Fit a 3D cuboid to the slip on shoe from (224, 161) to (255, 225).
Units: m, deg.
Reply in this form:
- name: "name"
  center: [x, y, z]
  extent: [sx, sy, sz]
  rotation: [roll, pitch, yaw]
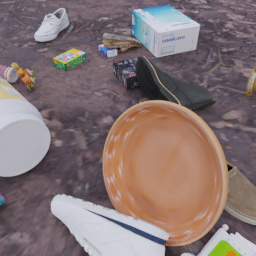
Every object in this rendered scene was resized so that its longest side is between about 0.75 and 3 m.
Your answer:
- name: "slip on shoe"
  center: [2.265, 1.198, 6.211]
  extent: [0.873, 0.696, 2.296]
  rotation: [-26, 47, -27]

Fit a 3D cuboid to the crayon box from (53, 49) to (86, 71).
- name: "crayon box"
  center: [-2.273, -2.686, 10.952]
  extent: [0.679, 0.333, 1.143]
  rotation: [26, 47, 27]

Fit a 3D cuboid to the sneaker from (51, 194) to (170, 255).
- name: "sneaker"
  center: [-0.525, 1.969, 5.208]
  extent: [2.493, 0.952, 1.004]
  rotation: [13, 76, 27]

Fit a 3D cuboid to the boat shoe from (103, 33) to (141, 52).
- name: "boat shoe"
  center: [-0.279, -3.517, 11.696]
  extent: [1.799, 0.646, 0.681]
  rotation: [-2, 23, -33]

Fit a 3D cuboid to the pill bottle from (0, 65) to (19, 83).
- name: "pill bottle"
  center: [-4.430, -1.950, 9.954]
  extent: [0.936, 0.535, 0.535]
  rotation: [15, 43, 17]

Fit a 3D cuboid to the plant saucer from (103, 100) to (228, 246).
- name: "plant saucer"
  center: [0.628, 0.828, 5.404]
  extent: [2.709, 2.709, 0.507]
  rotation: [34, 23, 33]

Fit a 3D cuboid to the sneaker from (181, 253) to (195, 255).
- name: "sneaker"
  center: [0.429, 2.802, 4.275]
  extent: [0.898, 0.851, 2.223]
  rotation: [22, 44, 24]

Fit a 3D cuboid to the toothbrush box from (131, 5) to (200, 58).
- name: "toothbrush box"
  center: [1.534, -4.279, 12.166]
  extent: [1.939, 1.130, 2.649]
  rotation: [-16, 44, -18]

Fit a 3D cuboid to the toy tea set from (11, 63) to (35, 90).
- name: "toy tea set"
  center: [-3.406, -1.780, 9.522]
  extent: [0.498, 0.801, 1.347]
  rotation: [-38, 53, -12]

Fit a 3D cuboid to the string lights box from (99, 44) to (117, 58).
- name: "string lights box"
  center: [-0.834, -3.238, 11.659]
  extent: [0.415, 0.238, 0.809]
  rotation: [-24, 47, -25]

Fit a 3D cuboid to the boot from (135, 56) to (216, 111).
- name: "boot"
  center: [1.458, -1.392, 8.997]
  extent: [1.734, 0.971, 2.507]
  rotation: [-16, 64, -25]

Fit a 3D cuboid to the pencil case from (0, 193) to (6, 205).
- name: "pencil case"
  center: [-3.228, 1.722, 5.671]
  extent: [0.576, 0.626, 1.354]
  rotation: [47, 55, 2]

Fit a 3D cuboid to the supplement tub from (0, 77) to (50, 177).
- name: "supplement tub"
  center: [-3.207, -0.136, 6.890]
  extent: [1.799, 1.799, 2.474]
  rotation: [-30, 49, -30]

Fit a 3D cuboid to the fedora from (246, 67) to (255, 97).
- name: "fedora"
  center: [4.142, -1.444, 8.988]
  extent: [0.419, 1.026, 1.026]
  rotation: [21, 45, 32]

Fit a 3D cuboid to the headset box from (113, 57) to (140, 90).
- name: "headset box"
  center: [0.178, -1.924, 9.934]
  extent: [1.007, 0.523, 1.353]
  rotation: [-16, 45, -18]

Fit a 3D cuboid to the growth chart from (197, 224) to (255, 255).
- name: "growth chart"
  center: [2.199, 2.579, 5.055]
  extent: [1.793, 0.159, 1.297]
  rotation: [26, 48, 27]

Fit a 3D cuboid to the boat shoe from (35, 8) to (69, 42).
- name: "boat shoe"
  center: [-3.603, -4.867, 13.060]
  extent: [0.958, 0.851, 2.605]
  rotation: [8, 42, 9]
